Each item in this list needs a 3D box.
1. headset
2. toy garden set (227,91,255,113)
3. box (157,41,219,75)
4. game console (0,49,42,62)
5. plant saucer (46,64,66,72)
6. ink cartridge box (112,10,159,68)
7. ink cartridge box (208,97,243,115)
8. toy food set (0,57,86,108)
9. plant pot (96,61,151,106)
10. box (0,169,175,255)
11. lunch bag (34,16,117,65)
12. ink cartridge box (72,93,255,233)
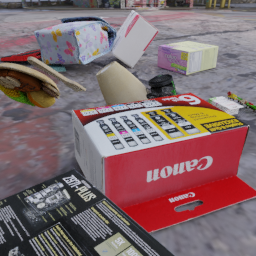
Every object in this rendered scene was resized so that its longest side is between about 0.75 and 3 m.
[{"bbox_3d":[0.978,-0.801,7.041,0.887,1.165,1.887,-3,3,28],"label":"headset"},{"bbox_3d":[3.322,-0.675,7.963,0.830,0.199,0.996,22,16,-32],"label":"toy garden set"},{"bbox_3d":[2.585,-3.098,12.180,1.961,0.948,1.725,-19,32,-34],"label":"box"},{"bbox_3d":[-4.702,-3.580,13.732,2.034,0.357,2.300,3,24,31],"label":"game console"},{"bbox_3d":[-3.345,-2.902,12.638,0.789,0.214,2.257,-10,29,-17],"label":"plant saucer"},{"bbox_3d":[0.200,-4.166,12.926,1.138,1.953,2.698,31,20,-19],"label":"ink cartridge box"},{"bbox_3d":[2.756,-0.589,7.938,0.525,0.302,0.897,-11,28,-21],"label":"ink cartridge box"},{"bbox_3d":[-1.561,-0.619,4.334,1.616,0.324,1.116,1,-19,41],"label":"toy food set"},{"bbox_3d":[-0.206,-0.995,7.166,1.208,1.290,1.208,-32,20,14],"label":"plant pot"},{"bbox_3d":[-0.747,1.552,3.039,1.710,0.899,2.088,-21,34,-36],"label":"box"},{"bbox_3d":[-2.157,-3.863,12.144,2.376,1.781,2.802,9,30,31],"label":"lunch bag"},{"bbox_3d":[0.638,0.409,5.034,2.725,1.143,2.393,-11,30,-22],"label":"ink cartridge box"}]
